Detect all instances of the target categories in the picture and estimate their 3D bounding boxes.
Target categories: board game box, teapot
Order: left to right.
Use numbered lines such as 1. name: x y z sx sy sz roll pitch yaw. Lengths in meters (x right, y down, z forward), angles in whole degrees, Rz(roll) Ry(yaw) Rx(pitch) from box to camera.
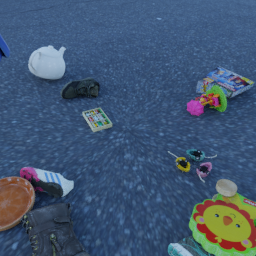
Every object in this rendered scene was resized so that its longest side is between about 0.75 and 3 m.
1. teapot: -4.120 -3.496 14.382 1.964 1.454 1.990 5 33 -26
2. board game box: 4.492 -2.077 13.575 2.141 0.661 2.142 -24 44 -26

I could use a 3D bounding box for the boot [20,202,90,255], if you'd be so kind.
1. boot: -2.269 3.009 7.019 2.502 0.866 2.178 -13 38 -32

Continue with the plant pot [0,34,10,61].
1. plant pot: -4.824 -2.599 8.555 1.761 1.761 1.583 25 61 34

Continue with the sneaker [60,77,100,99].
1. sneaker: -2.129 -1.789 13.127 1.980 0.757 1.134 -24 37 -35

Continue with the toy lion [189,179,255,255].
1. toy lion: 2.938 2.531 7.327 2.443 0.839 2.341 18 34 21

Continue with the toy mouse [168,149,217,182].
1. toy mouse: 2.410 1.223 9.631 1.468 0.320 1.652 -15 41 -18

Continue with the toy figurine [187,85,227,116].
1. toy figurine: 3.209 -1.095 12.193 1.462 1.193 1.589 -19 19 -9

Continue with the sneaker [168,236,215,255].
1. sneaker: 1.896 3.321 6.662 0.883 0.751 1.935 -22 44 -31

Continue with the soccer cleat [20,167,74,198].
1. soccer cleat: -2.574 1.683 8.921 1.864 0.651 0.805 18 19 24

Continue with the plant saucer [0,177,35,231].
1. plant saucer: -3.619 2.222 8.261 1.744 0.281 1.744 -2 44 2

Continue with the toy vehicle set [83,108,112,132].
1. toy vehicle set: -1.299 -0.367 11.785 0.825 0.176 1.328 -17 41 -21
